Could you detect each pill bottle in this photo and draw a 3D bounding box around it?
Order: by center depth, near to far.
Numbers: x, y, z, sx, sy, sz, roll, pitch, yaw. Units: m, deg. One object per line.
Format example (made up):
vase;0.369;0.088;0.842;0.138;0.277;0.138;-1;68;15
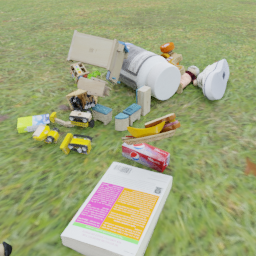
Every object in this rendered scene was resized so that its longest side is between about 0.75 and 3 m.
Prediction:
pill bottle;0.627;-2.297;11.360;1.635;1.635;2.875;-24;42;-30

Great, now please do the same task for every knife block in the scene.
knife block;-1.397;-1.112;10.087;1.587;0.578;1.808;1;27;43

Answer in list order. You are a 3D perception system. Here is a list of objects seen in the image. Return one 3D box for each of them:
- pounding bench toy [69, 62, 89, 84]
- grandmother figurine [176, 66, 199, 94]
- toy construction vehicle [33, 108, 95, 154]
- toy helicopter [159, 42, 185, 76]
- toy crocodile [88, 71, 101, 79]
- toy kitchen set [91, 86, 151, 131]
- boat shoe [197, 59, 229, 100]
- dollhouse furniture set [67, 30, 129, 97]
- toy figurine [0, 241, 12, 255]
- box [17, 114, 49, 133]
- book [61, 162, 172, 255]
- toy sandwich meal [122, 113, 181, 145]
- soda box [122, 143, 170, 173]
pounding bench toy;-2.160;-2.297;12.336;0.579;0.932;0.727;-23;73;-27
grandmother figurine;2.473;-2.190;12.155;1.277;0.638;2.105;44;46;13
toy construction vehicle;-1.858;0.144;8.841;1.891;0.666;1.646;6;46;13
toy helicopter;1.624;-2.759;12.429;1.875;1.118;2.835;-23;30;-2
toy crocodile;-1.259;-1.624;9.525;0.324;0.296;0.959;-16;37;45
toy kitchen set;-0.222;-0.843;9.807;1.363;1.002;1.701;22;40;28
boat shoe;3.407;-1.973;11.619;1.040;1.056;2.979;-11;29;35
dollhouse furniture set;-1.034;-2.137;9.912;1.435;2.076;2.199;16;3;11
toy figurine;-2.322;2.640;4.804;0.730;1.033;1.050;-3;25;-34
box;-3.186;-0.164;9.491;1.036;0.247;0.632;-9;36;-13
book;-0.136;1.812;6.411;1.667;0.600;2.495;13;36;21
toy sandwich meal;0.536;0.025;6.740;1.480;0.507;1.480;-12;1;0
soda box;0.496;0.757;8.011;1.354;0.429;0.474;20;39;27
